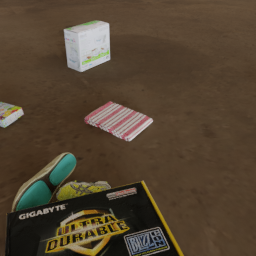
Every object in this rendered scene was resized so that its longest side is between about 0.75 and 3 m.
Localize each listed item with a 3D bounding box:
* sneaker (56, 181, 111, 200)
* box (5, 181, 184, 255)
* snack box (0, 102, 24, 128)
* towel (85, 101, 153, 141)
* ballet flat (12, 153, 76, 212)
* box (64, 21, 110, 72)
[{"bbox_3d":[-0.966,1.449,6.139,1.205,0.454,0.460,-6,34,-6],"label":"sneaker"},{"bbox_3d":[-0.641,2.147,4.880,2.768,0.683,2.210,-10,35,-14],"label":"box"},{"bbox_3d":[-4.048,-0.455,8.958,1.141,0.302,0.811,14,40,27],"label":"snack box"},{"bbox_3d":[-0.290,-0.235,8.809,1.820,0.272,1.332,24,41,27],"label":"towel"},{"bbox_3d":[-1.940,1.285,6.325,0.707,0.707,2.034,16,36,22],"label":"ballet flat"},{"bbox_3d":[-1.757,-3.695,12.531,0.943,1.722,1.951,24,42,31],"label":"box"}]
